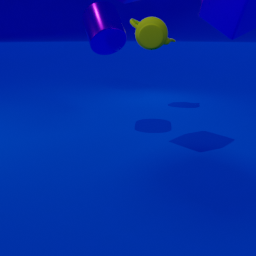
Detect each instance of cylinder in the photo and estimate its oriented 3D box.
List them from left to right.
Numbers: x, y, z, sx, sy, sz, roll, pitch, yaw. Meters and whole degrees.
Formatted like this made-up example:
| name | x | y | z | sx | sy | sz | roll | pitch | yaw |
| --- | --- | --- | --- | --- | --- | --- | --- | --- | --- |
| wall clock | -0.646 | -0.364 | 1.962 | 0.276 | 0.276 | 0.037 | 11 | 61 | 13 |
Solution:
| name | x | y | z | sx | sy | sz | roll | pitch | yaw |
| --- | --- | --- | --- | --- | --- | --- | --- | --- | --- |
| cylinder | -0.684 | -2.866 | 8.096 | 1.073 | 1.073 | 1.073 | -15 | -23 | -7 |

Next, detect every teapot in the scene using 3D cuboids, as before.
| name | x | y | z | sx | sy | sz | roll | pitch | yaw |
| --- | --- | --- | --- | --- | --- | --- | --- | --- | --- |
| teapot | 0.970 | -3.657 | 10.768 | 1.996 | 1.241 | 0.978 | 23 | 39 | -11 |

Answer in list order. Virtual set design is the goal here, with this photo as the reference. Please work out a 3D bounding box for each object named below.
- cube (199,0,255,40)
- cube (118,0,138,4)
| name | x | y | z | sx | sy | sz | roll | pitch | yaw |
| --- | --- | --- | --- | --- | --- | --- | --- | --- | --- |
| cube | 1.976 | -2.307 | 4.989 | 0.899 | 0.899 | 0.899 | -29 | 61 | -20 |
| cube | -0.044 | -3.599 | 6.357 | 1.042 | 1.042 | 1.042 | 5 | 6 | -42 |
